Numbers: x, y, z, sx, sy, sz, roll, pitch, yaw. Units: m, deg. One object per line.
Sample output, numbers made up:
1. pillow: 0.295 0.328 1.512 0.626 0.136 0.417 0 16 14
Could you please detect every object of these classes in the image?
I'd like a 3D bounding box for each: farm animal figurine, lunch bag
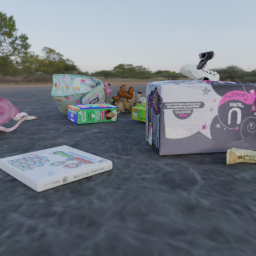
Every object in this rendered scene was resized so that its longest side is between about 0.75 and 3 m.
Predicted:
1. farm animal figurine: -0.467 -1.456 14.871 2.925 1.542 2.958 12 5 -40
2. lunch bag: -2.337 -1.629 13.869 2.392 1.458 2.037 -1 -24 0

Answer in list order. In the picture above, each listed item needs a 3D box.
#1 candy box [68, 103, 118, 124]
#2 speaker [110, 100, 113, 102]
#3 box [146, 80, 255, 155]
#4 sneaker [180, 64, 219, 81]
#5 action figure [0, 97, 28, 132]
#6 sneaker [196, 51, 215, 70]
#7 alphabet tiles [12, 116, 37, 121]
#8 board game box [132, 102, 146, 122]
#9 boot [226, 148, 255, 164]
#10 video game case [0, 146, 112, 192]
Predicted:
1. candy box: -1.632 -0.681 12.675 1.872 0.721 1.583 -7 14 -26
2. speaker: -0.399 -1.389 16.542 1.525 0.675 0.675 -10 14 -41
3. box: 2.084 -0.380 7.978 2.888 1.908 1.657 -2 11 -10
4. sneaker: 3.140 -2.360 12.553 1.779 0.668 0.721 23 50 21
5. action figure: -4.824 -0.073 9.142 2.063 1.856 2.771 39 11 -20
6. sneaker: 2.579 -2.362 9.731 0.497 0.329 0.873 -4 -30 -35
7. alphabet tiles: -4.894 -0.457 13.245 1.002 0.075 1.025 3 11 12
8. board game box: 1.394 -0.581 11.865 2.216 0.528 1.126 12 23 29
9. boot: 2.746 0.700 6.637 0.707 0.331 0.909 7 10 33
10. video game case: -1.647 0.808 6.272 1.778 0.231 1.954 -11 16 -43
